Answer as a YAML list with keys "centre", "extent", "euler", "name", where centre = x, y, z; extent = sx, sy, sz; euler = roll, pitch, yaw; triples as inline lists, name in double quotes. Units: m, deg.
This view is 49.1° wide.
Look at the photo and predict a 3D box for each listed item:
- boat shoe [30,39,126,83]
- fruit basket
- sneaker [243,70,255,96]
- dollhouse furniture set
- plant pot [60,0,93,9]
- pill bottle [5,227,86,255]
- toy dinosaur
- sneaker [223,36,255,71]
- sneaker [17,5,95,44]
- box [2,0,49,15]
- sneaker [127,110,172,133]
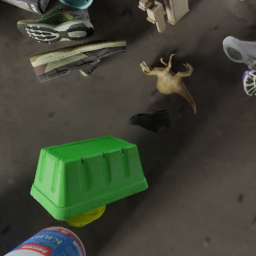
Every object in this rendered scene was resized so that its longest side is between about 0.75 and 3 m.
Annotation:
- centre: [-1.306, -1.901, 7.897]
  extent: [2.686, 0.960, 0.883]
  euler: [-16, 112, -14]
  name: "boat shoe"
- centre: [-0.955, 1.549, 6.734]
  extent: [2.605, 1.879, 2.605]
  euler: [-12, 109, -38]
  name: "fruit basket"
- centre: [3.300, -1.221, 7.454]
  extent: [0.617, 1.531, 0.639]
  euler: [-50, 59, 19]
  name: "sneaker"
- centre: [0.732, -4.035, 8.423]
  extent: [1.785, 1.022, 2.093]
  euler: [-45, 61, -6]
  name: "dollhouse furniture set"
- centre: [-1.208, -4.622, 7.732]
  extent: [1.843, 1.843, 1.805]
  euler: [33, 65, 4]
  name: "plant pot"
- centre: [-2.037, 3.322, 6.060]
  extent: [1.658, 2.955, 1.658]
  euler: [0, 85, 5]
  name: "pill bottle"
- centre: [1.378, -1.382, 8.039]
  extent: [2.122, 0.618, 1.073]
  euler: [40, 100, 12]
  name: "toy dinosaur"
- centre: [3.494, -2.243, 8.104]
  extent: [1.580, 0.616, 0.785]
  euler: [31, 77, -5]
  name: "sneaker"
- centre: [-2.076, -3.075, 8.142]
  extent: [2.168, 0.834, 0.960]
  euler: [-2, 72, -7]
  name: "sneaker"
- centre: [-3.046, -4.938, 8.381]
  extent: [2.009, 0.613, 2.537]
  euler: [20, 83, 3]
  name: "box"
- centre: [0.588, -0.130, 7.643]
  extent: [1.264, 0.480, 0.574]
  euler: [-6, 108, 17]
  name: "sneaker"
